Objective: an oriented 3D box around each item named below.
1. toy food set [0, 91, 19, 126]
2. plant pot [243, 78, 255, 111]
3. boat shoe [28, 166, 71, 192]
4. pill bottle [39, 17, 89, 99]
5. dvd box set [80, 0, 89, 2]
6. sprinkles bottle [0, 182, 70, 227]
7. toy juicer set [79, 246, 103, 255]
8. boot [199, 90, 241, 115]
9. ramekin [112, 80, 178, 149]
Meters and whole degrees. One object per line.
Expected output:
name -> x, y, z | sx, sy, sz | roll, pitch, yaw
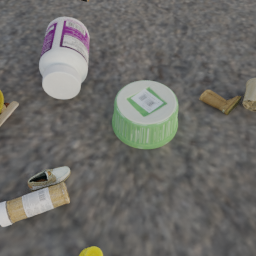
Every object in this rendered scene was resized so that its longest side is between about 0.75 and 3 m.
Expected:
toy food set -> -3.964, -0.541, 8.018 | 2.128, 0.695, 1.252 | 29, 81, 23
plant pot -> 3.762, -0.929, 8.244 | 0.812, 0.812, 0.743 | 25, 67, 19
boat shoe -> -1.889, 1.193, 6.759 | 1.042, 0.356, 0.389 | -26, 56, -19
pill bottle -> -1.960, -2.170, 8.739 | 1.449, 1.449, 2.581 | -2, 52, -2
dvd box set -> -1.561, -4.747, 7.003 | 2.000, 0.402, 2.733 | 16, 87, 1
sprinkles bottle -> -2.095, 1.692, 6.262 | 1.512, 0.516, 0.516 | -17, 54, -14
toy juicer set -> -0.573, 3.407, 4.945 | 1.428, 0.611, 2.245 | 26, 50, -2
boot -> 2.798, -0.903, 8.449 | 0.971, 0.321, 0.851 | 37, 60, 27
ramekin -> 0.481, -0.438, 7.684 | 1.881, 0.919, 1.881 | 0, 52, 0
